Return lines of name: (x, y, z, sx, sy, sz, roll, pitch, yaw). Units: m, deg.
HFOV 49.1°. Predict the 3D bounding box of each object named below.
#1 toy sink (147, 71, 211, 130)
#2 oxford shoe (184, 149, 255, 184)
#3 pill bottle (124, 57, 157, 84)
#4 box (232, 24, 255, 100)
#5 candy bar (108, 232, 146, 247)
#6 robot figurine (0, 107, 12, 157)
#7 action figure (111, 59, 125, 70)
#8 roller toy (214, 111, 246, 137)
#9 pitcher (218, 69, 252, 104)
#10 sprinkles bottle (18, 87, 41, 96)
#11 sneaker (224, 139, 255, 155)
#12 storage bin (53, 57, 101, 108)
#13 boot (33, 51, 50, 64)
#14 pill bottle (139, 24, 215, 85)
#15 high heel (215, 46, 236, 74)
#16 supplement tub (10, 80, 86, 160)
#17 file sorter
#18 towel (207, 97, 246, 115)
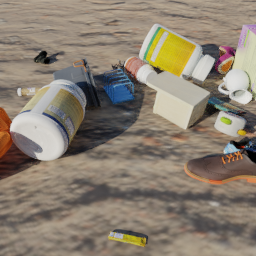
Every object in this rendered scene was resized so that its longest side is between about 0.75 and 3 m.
toy sink: (1.665, -0.998, 9.943, 1.936, 1.084, 1.262, 32, 45, 25)
oxford shoe: (2.838, 0.939, 7.736, 2.529, 0.917, 0.900, -1, 39, -2)
pill bottle: (0.561, -2.420, 11.993, 0.842, 0.842, 1.501, -22, 43, -25)
box: (5.411, -2.681, 11.242, 1.193, 2.170, 2.467, -4, 38, -5)
candy bar: (-0.026, 2.534, 6.409, 0.886, 0.098, 0.221, 7, 39, 10)
robot figurine: (-4.388, 0.530, 7.734, 2.008, 1.628, 2.791, 26, 41, 1)
action figure: (-0.341, -2.995, 13.063, 0.819, 0.418, 0.486, -30, 36, -29)
roller toy: (3.322, -0.109, 9.117, 0.958, 0.669, 0.874, 17, 16, -5)
pitcher: (4.157, -1.726, 11.068, 1.270, 0.897, 1.480, 15, 46, -4)
sprinkles bottle: (-3.914, -1.459, 11.219, 0.911, 0.311, 0.311, -3, 39, -5)
sneaker: (3.641, 0.672, 8.282, 1.454, 0.654, 0.570, 5, 39, 6)
storage bin: (-2.022, -1.654, 10.648, 1.463, 1.586, 2.179, -18, 41, -5)
boot: (-4.043, -3.412, 13.599, 0.698, 0.351, 0.934, 11, 50, 24)
pill bottle: (2.063, -3.002, 11.726, 2.861, 1.613, 1.613, 28, 43, 3)
high heel: (4.289, -3.260, 12.889, 1.280, 0.898, 2.668, 36, 45, 23)
supplement tub: (-2.332, -0.329, 8.712, 1.692, 1.692, 2.344, 7, 39, 9)
file sorter: (-0.393, -1.682, 11.115, 0.897, 0.793, 1.293, -14, 41, -16)
towel: (3.506, -0.812, 10.248, 1.016, 0.150, 1.385, -11, 33, -45)
